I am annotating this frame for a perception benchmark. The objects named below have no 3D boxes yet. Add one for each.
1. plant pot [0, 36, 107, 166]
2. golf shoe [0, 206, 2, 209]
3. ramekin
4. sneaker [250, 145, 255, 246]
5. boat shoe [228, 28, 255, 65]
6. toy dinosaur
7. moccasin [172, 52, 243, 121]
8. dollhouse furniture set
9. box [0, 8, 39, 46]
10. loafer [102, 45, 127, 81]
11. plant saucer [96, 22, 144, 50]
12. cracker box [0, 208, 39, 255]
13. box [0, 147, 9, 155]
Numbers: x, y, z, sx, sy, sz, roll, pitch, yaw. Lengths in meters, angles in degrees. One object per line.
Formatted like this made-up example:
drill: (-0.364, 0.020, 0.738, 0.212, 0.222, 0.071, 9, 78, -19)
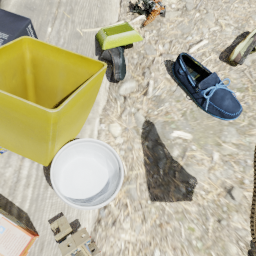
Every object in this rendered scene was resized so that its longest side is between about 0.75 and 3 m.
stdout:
plant pot: (-2.578, -0.648, 8.034, 2.844, 2.508, 2.844, 22, 39, 10)
golf shoe: (-4.070, 2.607, 7.852, 1.107, 0.433, 0.538, -26, 72, -12)
ramekin: (-1.171, 1.373, 7.944, 1.971, 1.035, 1.971, 5, 65, -12)
sneaker: (2.991, 0.899, 4.983, 1.422, 0.901, 2.528, 7, 94, -32)
boat shoe: (4.607, -3.100, 10.643, 0.681, 0.769, 2.100, 43, 74, 8)
toy dinosaur: (0.940, -5.006, 11.525, 1.297, 0.976, 1.912, 21, 42, -7)
moccasin: (2.617, -1.430, 9.560, 1.202, 1.019, 2.989, -42, 70, -19)
dollhouse furniture set: (-1.427, 2.994, 7.569, 0.812, 0.817, 1.159, -31, 37, -15)
box: (-4.019, -2.183, 9.236, 1.357, 2.273, 2.312, 20, 65, 10)
loafer: (-0.533, -2.614, 10.342, 0.847, 0.853, 2.342, -8, 53, 4)
plant saucer: (-0.378, -3.558, 10.573, 1.566, 0.376, 1.569, -16, 38, -7)
cracker box: (-3.521, 2.274, 6.956, 2.594, 1.737, 0.748, 33, 67, 0)
box: (-4.206, 0.316, 9.033, 0.339, 0.369, 1.054, -26, 66, -13)
